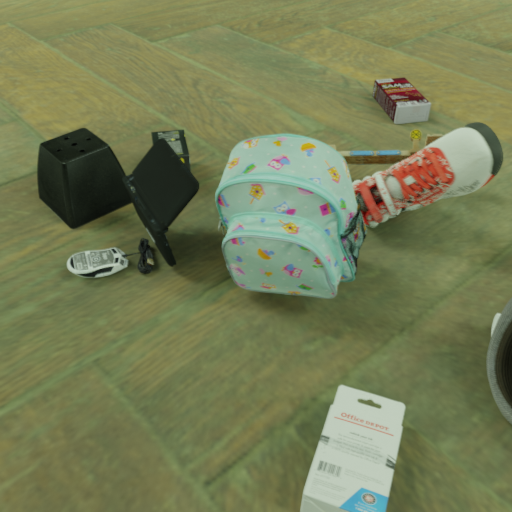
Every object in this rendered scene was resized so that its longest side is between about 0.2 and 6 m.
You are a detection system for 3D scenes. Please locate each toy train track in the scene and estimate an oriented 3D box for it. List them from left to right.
[{"bbox_3d":[2.866,-2.161,11.330,3.171,1.819,0.516,1,72,12],"label":"toy train track"}]

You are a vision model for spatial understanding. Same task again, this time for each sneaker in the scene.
[{"bbox_3d":[2.718,-1.232,9.688,1.672,3.119,1.042,-25,90,-13],"label":"sneaker"}]

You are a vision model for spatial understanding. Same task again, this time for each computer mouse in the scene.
[{"bbox_3d":[-2.543,0.110,9.820,1.466,0.322,0.804,-9,47,-17],"label":"computer mouse"}]

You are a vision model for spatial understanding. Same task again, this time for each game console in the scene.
[{"bbox_3d":[-1.572,-0.933,9.805,0.980,1.480,1.683,-27,50,-12],"label":"game console"}]

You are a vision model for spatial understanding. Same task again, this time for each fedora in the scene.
[{"bbox_3d":[4.209,1.325,7.261,1.068,2.366,2.093,19,13,-35],"label":"fedora"}]

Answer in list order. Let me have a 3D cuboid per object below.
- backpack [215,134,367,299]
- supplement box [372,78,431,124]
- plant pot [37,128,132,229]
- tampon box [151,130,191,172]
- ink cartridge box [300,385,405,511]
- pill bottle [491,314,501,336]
[{"bbox_3d":[0.472,-0.570,8.708,2.191,2.492,1.910,6,48,23],"label":"backpack"},{"bbox_3d":[3.680,-3.978,14.288,0.886,0.495,1.627,-8,41,-9],"label":"supplement box"},{"bbox_3d":[-3.444,-1.643,11.047,1.470,1.304,1.466,-30,50,-31],"label":"plant pot"},{"bbox_3d":[-1.772,-2.006,11.785,0.715,0.849,1.133,-8,42,-8],"label":"tampon box"},{"bbox_3d":[1.233,2.489,6.928,0.937,0.548,1.616,14,43,16],"label":"ink cartridge box"},{"bbox_3d":[4.106,1.184,8.364,1.028,0.615,0.615,9,42,11],"label":"pill bottle"}]
